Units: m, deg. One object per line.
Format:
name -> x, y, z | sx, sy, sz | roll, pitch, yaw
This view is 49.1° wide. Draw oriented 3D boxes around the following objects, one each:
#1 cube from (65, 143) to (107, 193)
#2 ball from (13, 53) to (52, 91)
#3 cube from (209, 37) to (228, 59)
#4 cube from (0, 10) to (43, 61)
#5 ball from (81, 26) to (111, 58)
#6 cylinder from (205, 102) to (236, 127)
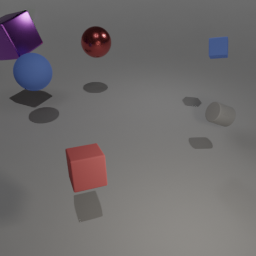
cube -> -0.875, 0.811, 5.850 | 0.700, 0.700, 0.700 | -10, 21, -17
ball -> -3.558, -2.098, 10.505 | 1.400, 1.400, 1.400 | 0, 32, 0
cube -> 3.597, -3.170, 11.117 | 0.700, 0.700, 0.700 | 1, 5, 21
cube -> -4.603, -3.680, 11.212 | 1.400, 1.400, 1.400 | 5, 43, 33
ball -> -1.465, -3.956, 12.916 | 1.400, 1.400, 1.400 | 0, 32, 0
cylinder -> 3.070, -0.456, 9.311 | 0.700, 0.700, 0.700 | 15, 24, -26
